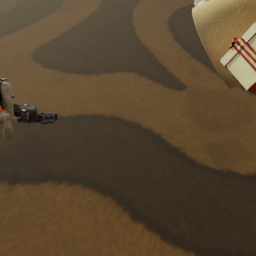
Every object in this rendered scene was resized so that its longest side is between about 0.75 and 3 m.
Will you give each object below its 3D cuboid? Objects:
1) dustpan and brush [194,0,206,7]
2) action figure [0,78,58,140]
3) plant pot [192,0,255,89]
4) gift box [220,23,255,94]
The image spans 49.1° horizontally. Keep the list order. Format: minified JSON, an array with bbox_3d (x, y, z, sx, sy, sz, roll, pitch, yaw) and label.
[{"bbox_3d":[2.354,-4.217,8.700,0.601,0.246,0.861,-17,39,45],"label":"dustpan and brush"},{"bbox_3d":[-2.735,-0.601,5.982,2.483,1.299,2.402,2,21,-18],"label":"action figure"},{"bbox_3d":[2.938,-2.415,7.161,1.610,2.398,2.398,-24,34,31],"label":"plant pot"},{"bbox_3d":[2.582,-1.331,5.314,1.027,1.113,1.040,12,41,-42],"label":"gift box"}]
